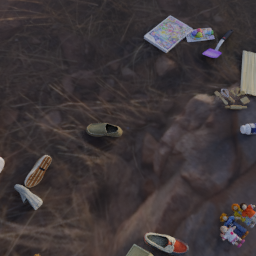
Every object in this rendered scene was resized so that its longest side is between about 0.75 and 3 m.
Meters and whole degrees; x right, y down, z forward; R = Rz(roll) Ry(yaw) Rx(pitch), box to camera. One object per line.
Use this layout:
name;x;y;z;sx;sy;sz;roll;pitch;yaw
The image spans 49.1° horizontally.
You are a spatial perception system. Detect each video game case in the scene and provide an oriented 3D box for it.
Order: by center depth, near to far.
video game case;1.976;-4.629;13.725;1.440;0.181;2.011;40;69;20

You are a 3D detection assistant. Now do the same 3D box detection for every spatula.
spatula;4.439;-4.049;13.369;0.693;0.252;2.451;30;64;26

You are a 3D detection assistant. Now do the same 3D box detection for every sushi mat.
sushi mat;5.724;-2.453;12.617;1.209;0.153;2.528;11;63;7

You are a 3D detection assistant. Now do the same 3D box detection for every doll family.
doll family;3.676;3.163;9.471;0.969;0.704;1.561;41;87;12

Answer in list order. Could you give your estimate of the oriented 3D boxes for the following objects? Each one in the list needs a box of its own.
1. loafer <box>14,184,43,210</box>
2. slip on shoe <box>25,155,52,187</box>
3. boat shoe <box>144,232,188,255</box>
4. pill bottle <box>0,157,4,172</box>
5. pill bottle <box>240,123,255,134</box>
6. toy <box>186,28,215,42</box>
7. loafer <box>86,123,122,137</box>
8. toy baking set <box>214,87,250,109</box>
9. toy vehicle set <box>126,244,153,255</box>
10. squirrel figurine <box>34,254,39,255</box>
loafer;-3.584;2.429;9.895;1.206;0.422;0.421;30;59;14
slip on shoe;-3.361;1.573;10.376;0.402;0.504;1.327;9;64;50
boat shoe;1.253;3.766;9.164;1.505;0.471;0.536;15;62;6
pill bottle;-5.526;1.098;10.279;1.720;0.975;0.975;30;66;15
pill bottle;4.912;0.041;11.145;0.758;0.421;0.421;-4;62;-2
toy;3.510;-4.632;13.671;1.321;0.312;0.761;-5;62;-3
loafer;-0.952;0.031;11.111;1.455;0.491;0.553;2;62;1
toy baking set;4.443;-1.249;11.975;1.400;0.163;1.074;-3;60;3
toy vehicle set;0.051;4.413;8.577;0.207;0.969;1.559;48;67;-19
squirrel figurine;-3.089;4.409;8.850;0.791;0.600;0.848;34;52;27
